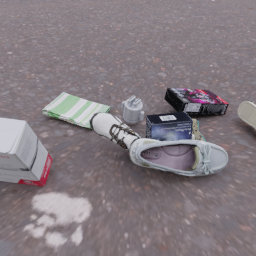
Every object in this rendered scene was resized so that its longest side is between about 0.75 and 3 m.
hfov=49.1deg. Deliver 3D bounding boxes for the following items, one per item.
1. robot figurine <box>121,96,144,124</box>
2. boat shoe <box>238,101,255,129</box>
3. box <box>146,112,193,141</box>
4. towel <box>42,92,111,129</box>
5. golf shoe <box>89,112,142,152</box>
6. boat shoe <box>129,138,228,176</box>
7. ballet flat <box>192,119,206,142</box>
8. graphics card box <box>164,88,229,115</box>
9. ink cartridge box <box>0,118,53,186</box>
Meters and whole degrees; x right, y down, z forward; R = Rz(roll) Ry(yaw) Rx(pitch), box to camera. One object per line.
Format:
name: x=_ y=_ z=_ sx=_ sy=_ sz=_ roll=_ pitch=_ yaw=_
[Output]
robot figurine: x=0.141 y=-0.501 z=8.337 sx=0.800 sy=0.943 sz=0.532 roll=34 pitch=51 yaw=22
boat shoe: x=3.975 y=-0.013 z=7.892 sx=0.621 sy=0.750 sz=2.088 roll=7 pitch=35 yaw=-30
box: x=1.043 y=0.229 z=7.215 sx=1.085 sy=1.076 sz=0.668 roll=-6 pitch=26 yaw=-8
towel: x=-1.633 y=-0.599 z=9.005 sx=1.785 sy=0.209 sz=1.361 roll=17 pitch=38 yaw=14
golf shoe: x=-0.168 y=0.128 z=7.003 sx=1.661 sy=0.646 sz=0.785 roll=30 pitch=-6 yaw=-22
boat shoe: x=1.257 y=0.677 z=6.436 sx=2.407 sy=0.887 sz=0.772 roll=9 pitch=0 yaw=-12
ballet flat: x=1.806 y=0.197 z=7.849 sx=0.512 sy=0.461 sz=1.359 roll=3 pitch=36 yaw=-2
graphics card box: x=2.208 y=-0.865 z=9.090 sx=1.782 sy=0.453 sz=1.118 roll=-1 pitch=32 yaw=-23
ink cartridge box: x=-2.595 y=0.537 z=6.054 sx=1.341 sy=1.846 sz=0.770 roll=7 pitch=59 yaw=7
